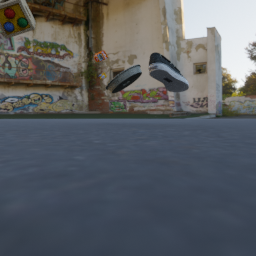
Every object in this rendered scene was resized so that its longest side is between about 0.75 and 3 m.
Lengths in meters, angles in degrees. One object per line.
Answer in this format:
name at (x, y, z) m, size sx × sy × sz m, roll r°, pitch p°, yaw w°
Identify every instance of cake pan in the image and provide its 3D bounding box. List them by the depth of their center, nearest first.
cake pan at (-0.122, -1.876, 10.966) m, size 1.650 × 0.303 × 1.650 m, roll -33°, pitch -4°, yaw -2°

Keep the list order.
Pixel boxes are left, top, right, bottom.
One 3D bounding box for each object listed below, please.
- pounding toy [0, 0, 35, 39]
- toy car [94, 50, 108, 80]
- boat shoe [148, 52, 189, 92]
pounding toy at (-4.292, -3.872, 9.434) m, size 1.744 × 1.532 × 0.798 m, roll -18°, pitch 44°, yaw 0°
toy car at (-1.037, -2.498, 11.371) m, size 0.628 × 1.280 × 0.426 m, roll 15°, pitch 46°, yaw 37°
boat shoe at (1.568, -2.006, 10.392) m, size 0.879 × 0.725 × 2.560 m, roll -11°, pitch -18°, yaw 31°
